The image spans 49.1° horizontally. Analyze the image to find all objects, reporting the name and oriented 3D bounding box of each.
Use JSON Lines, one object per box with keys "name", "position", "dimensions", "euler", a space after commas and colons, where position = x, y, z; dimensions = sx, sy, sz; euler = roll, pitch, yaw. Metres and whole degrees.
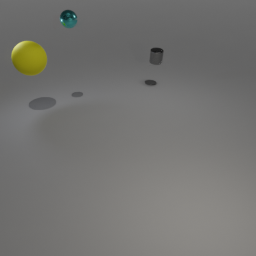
{"name": "ball", "position": [-2.381, -4.369, 11.241], "dimensions": [0.700, 0.700, 0.700], "euler": [0, 30, 0]}
{"name": "ball", "position": [-4.103, -2.898, 11.679], "dimensions": [1.400, 1.400, 1.400], "euler": [0, 30, 0]}
{"name": "cylinder", "position": [1.523, -3.846, 15.005], "dimensions": [0.700, 0.700, 0.700], "euler": [2, 39, -2]}
